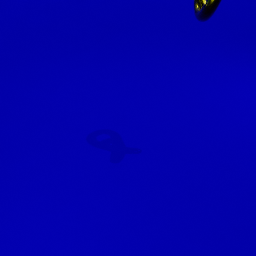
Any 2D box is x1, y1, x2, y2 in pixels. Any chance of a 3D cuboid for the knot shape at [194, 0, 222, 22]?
[{"bbox_3d":[1.594,-2.763,5.274,1.586,1.484,0.733,11,-2,40],"label":"knot shape"}]
